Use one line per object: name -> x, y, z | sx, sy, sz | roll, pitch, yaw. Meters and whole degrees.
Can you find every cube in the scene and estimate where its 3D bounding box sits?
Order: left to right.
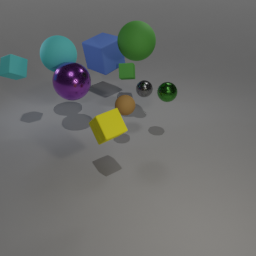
cube -> -4.216, -2.228, 10.316 | 0.700, 0.700, 0.700 | -3, -7, 37
cube -> -1.164, -3.639, 13.660 | 1.400, 1.400, 1.400 | 27, 51, 36
cube -> -0.559, -0.038, 7.761 | 0.700, 0.700, 0.700 | -24, -4, -28
cube -> -0.040, -2.700, 13.389 | 0.700, 0.700, 0.700 | -1, 4, 8

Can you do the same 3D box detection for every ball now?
ball -> -2.680, -2.847, 10.834 | 1.400, 1.400, 1.400 | 0, 30, 0
ball -> -2.066, -1.715, 10.322 | 1.400, 1.400, 1.400 | 0, 30, 0
ball -> -0.098, -0.775, 9.506 | 0.700, 0.700, 0.700 | 0, 30, 0
ball -> 0.310, -3.155, 10.179 | 1.400, 1.400, 1.400 | 0, 30, 0
ball -> 0.678, -1.628, 11.646 | 0.700, 0.700, 0.700 | 0, 30, 0
ball -> 1.370, -1.252, 9.758 | 0.700, 0.700, 0.700 | 0, 30, 0
